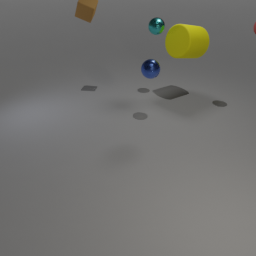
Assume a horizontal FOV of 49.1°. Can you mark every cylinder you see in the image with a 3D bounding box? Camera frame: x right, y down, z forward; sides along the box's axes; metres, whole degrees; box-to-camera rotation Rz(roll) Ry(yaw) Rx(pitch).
[{"bbox_3d":[2.596,-3.776,12.293,1.400,1.400,1.400,-12,30,-40],"label":"cylinder"}]

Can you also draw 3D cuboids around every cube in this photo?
[{"bbox_3d":[-1.702,-4.908,11.489,0.700,0.700,0.700,20,52,-9],"label":"cube"}]

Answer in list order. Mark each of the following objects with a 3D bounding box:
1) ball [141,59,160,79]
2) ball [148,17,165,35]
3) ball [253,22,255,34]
[{"bbox_3d":[0.818,-2.132,10.116,0.700,0.700,0.700,0,29,0],"label":"ball"},{"bbox_3d":[1.210,-4.315,11.879,0.700,0.700,0.700,0,29,0],"label":"ball"},{"bbox_3d":[4.893,-3.631,10.065,0.700,0.700,0.700,0,29,0],"label":"ball"}]
